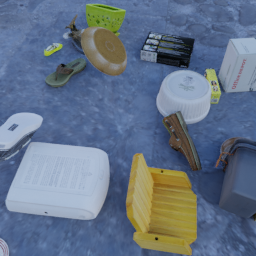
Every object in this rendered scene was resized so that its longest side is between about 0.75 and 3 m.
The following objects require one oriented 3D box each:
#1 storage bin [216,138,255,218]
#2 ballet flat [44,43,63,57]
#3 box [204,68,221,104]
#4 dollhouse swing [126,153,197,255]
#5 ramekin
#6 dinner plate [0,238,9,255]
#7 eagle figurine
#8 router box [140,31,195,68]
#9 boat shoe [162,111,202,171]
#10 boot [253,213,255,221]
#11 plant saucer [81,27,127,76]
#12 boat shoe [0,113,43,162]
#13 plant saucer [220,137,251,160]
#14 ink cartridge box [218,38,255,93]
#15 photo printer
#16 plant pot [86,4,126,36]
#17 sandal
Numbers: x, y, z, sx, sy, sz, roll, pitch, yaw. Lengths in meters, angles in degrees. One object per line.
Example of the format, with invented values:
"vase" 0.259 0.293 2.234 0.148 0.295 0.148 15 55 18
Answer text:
"storage bin" 3.532 1.638 8.632 1.743 2.395 1.609 19 63 15
"ballet flat" -3.858 -4.130 14.466 0.405 0.406 1.211 31 57 23
"box" 3.737 -1.898 12.507 0.426 0.640 1.700 0 52 1
"dollhouse swing" 1.109 2.106 8.297 2.149 2.079 2.365 7 50 6
"ramekin" 2.366 -1.388 11.713 2.278 1.196 2.278 0 51 0
"dinner plate" -4.090 3.813 8.138 1.245 0.151 1.245 0 51 0
"eagle figurine" -2.327 -4.735 14.537 1.427 1.881 1.420 -48 27 1
"router box" 2.032 -4.004 14.212 2.448 0.625 1.826 14 52 11
"boat shoe" 1.981 0.553 10.437 0.853 0.903 2.509 -21 53 9
"boot" 4.540 2.580 8.978 0.900 0.420 1.164 20 52 15
"plant saucer" -0.812 -3.167 11.168 2.241 0.397 2.241 20 57 -35
"boat shoe" -3.654 0.268 9.273 0.945 0.893 2.635 18 24 -2
"plant saucer" 4.246 1.072 10.236 1.779 0.285 1.779 1 48 -1
"ink cartridge box" 5.704 -2.760 12.231 2.913 2.135 1.210 -4 50 -4
"photo printer" -2.116 1.706 9.277 2.973 1.032 2.473 5 50 3
"plant pot" -1.228 -5.605 14.792 1.639 1.487 1.631 20 29 16
"sandal" -2.965 -2.749 13.150 0.957 0.688 2.411 29 56 21
